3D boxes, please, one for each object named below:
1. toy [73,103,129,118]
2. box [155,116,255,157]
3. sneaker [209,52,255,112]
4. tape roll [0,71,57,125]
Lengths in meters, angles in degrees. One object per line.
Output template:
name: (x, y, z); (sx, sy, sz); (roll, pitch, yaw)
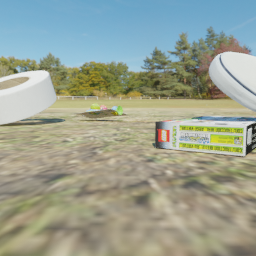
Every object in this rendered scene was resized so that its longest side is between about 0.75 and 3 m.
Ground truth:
toy: (-0.982, -0.647, 10.076); (1.843, 0.435, 1.061); (1, -9, 36)
box: (1.442, 0.041, 4.380); (1.190, 0.375, 2.163); (3, 6, 34)
sneaker: (2.279, -0.594, 3.562); (2.425, 0.886, 0.858); (16, -41, -5)
tape roll: (-3.470, -0.982, 8.532); (2.419, 0.846, 2.419); (-9, 27, 5)
